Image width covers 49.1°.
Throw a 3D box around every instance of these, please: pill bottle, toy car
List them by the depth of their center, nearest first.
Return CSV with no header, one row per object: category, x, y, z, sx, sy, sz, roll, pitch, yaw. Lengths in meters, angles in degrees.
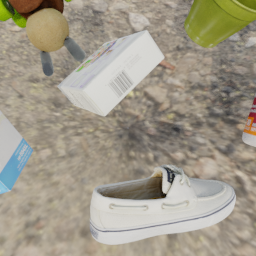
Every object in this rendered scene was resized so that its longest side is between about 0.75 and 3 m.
pill bottle,3.652,-0.871,5.853,1.675,1.675,2.965,17,95,11
toy car,-1.801,-2.306,6.440,1.656,1.591,2.016,-24,95,12

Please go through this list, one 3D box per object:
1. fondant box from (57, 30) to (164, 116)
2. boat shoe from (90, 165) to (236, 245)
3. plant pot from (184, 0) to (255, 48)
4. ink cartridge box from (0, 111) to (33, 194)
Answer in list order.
fondant box,-0.517,-1.207,6.192,1.708,0.690,2.368,-45,25,-11
boat shoe,0.752,1.222,5.206,2.998,1.047,1.063,-5,17,-18
plant pot,2.406,-3.082,7.349,1.792,1.725,1.792,11,61,-20
ink cartridge box,-2.212,0.187,3.853,0.914,1.423,0.891,-17,31,19
